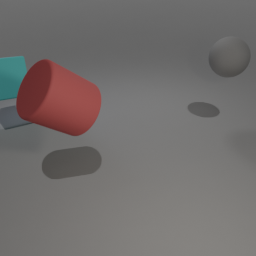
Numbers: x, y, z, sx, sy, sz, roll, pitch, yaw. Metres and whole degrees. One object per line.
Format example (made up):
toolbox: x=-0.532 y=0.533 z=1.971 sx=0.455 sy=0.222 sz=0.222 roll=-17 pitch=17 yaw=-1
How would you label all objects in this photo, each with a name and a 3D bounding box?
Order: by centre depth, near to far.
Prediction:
cylinder: x=-1.580 y=-0.653 z=6.470 sx=1.400 sy=1.400 sz=1.400 roll=23 pitch=8 yaw=-45
ball: x=3.572 y=-2.497 z=9.895 sx=1.400 sy=1.400 sz=1.400 roll=0 pitch=30 yaw=0
cube: x=-4.464 y=-1.775 z=10.156 sx=1.400 sy=1.400 sz=1.400 roll=-14 pitch=15 yaw=-27
